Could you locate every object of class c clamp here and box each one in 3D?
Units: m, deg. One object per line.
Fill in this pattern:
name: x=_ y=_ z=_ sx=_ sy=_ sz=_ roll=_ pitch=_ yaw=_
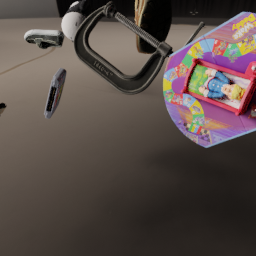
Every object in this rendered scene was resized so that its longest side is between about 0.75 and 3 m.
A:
c clamp: x=0.042 y=-1.660 z=5.399 sx=2.152 sy=1.838 sz=0.291 roll=33 pitch=11 yaw=10

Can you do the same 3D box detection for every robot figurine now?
robot figurine: x=-1.388 y=-3.130 z=8.183 sx=0.870 sy=1.048 sz=1.395 roll=-7 pitch=43 yaw=20

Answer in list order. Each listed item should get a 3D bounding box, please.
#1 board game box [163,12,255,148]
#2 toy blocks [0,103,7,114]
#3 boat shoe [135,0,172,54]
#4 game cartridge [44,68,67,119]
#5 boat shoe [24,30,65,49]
board game box: x=1.297 y=-0.612 z=3.818 sx=1.947 sy=1.539 sz=0.379 roll=-25 pitch=-5 yaw=31
toy blocks: x=-2.550 y=-0.115 z=3.632 sx=1.059 sy=1.258 sz=1.176 roll=47 pitch=33 yaw=-3
boat shoe: x=0.753 y=-3.842 z=8.917 sx=1.103 sy=2.916 sz=1.077 roll=6 pitch=10 yaw=-25
game cartridge: x=-1.411 y=-0.690 z=5.474 sx=0.184 sy=0.902 sz=0.600 roll=17 pitch=33 yaw=-11
boat shoe: x=-3.037 y=-3.116 z=9.960 sx=1.671 sy=0.593 sz=0.602 roll=4 pitch=-8 yaw=25
